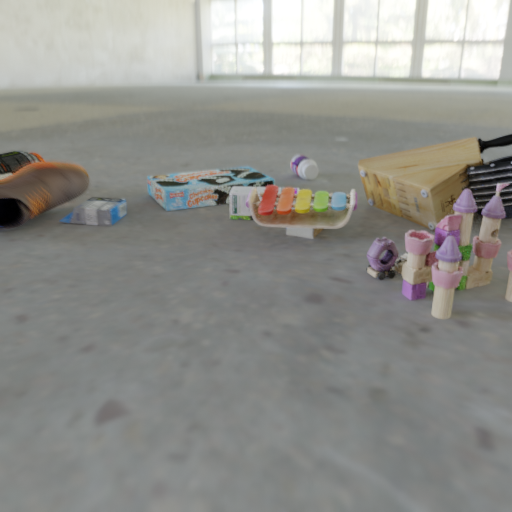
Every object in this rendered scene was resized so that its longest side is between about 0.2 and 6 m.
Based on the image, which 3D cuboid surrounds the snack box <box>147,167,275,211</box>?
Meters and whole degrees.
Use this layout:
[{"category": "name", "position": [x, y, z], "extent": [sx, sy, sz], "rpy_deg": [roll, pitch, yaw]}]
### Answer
[{"category": "snack box", "position": [-1.090, -1.642, 13.342], "extent": [2.687, 0.498, 1.561], "rpy_deg": [-10, 23, -23]}]

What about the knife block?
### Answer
[{"category": "knife block", "position": [4.179, -1.794, 11.727], "extent": [2.851, 1.039, 3.248], "rpy_deg": [-31, 31, -16]}]

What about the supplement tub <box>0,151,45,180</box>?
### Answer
[{"category": "supplement tub", "position": [-5.851, -1.888, 13.209], "extent": [1.061, 1.061, 1.732], "rpy_deg": [10, 23, 24]}]

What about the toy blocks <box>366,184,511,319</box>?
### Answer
[{"category": "toy blocks", "position": [2.867, -0.251, 8.309], "extent": [1.765, 1.590, 1.889], "rpy_deg": [-9, 23, -20]}]

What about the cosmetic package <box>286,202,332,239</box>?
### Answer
[{"category": "cosmetic package", "position": [1.059, -0.725, 11.133], "extent": [0.598, 0.404, 1.137], "rpy_deg": [11, 24, 24]}]

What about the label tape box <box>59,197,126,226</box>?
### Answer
[{"category": "label tape box", "position": [-3.419, -0.951, 11.733], "extent": [1.161, 0.384, 0.832], "rpy_deg": [6, 22, 8]}]

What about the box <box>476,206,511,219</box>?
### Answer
[{"category": "box", "position": [5.297, -1.270, 12.153], "extent": [1.075, 0.666, 1.057], "rpy_deg": [-3, 20, -5]}]

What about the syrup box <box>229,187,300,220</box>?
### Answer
[{"category": "syrup box", "position": [0.195, -1.106, 11.857], "extent": [1.473, 0.580, 0.600], "rpy_deg": [3, 22, 5]}]

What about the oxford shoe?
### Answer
[{"category": "oxford shoe", "position": [-4.673, -1.088, 11.424], "extent": [1.159, 1.134, 3.179], "rpy_deg": [32, 40, 31]}]

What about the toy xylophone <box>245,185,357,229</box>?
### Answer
[{"category": "toy xylophone", "position": [0.846, -0.989, 10.519], "extent": [2.063, 0.518, 1.511], "rpy_deg": [-2, 28, 1]}]

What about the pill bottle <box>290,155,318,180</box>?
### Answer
[{"category": "pill bottle", "position": [1.325, -2.377, 15.149], "extent": [0.548, 0.548, 0.983], "rpy_deg": [-6, 22, -14]}]
